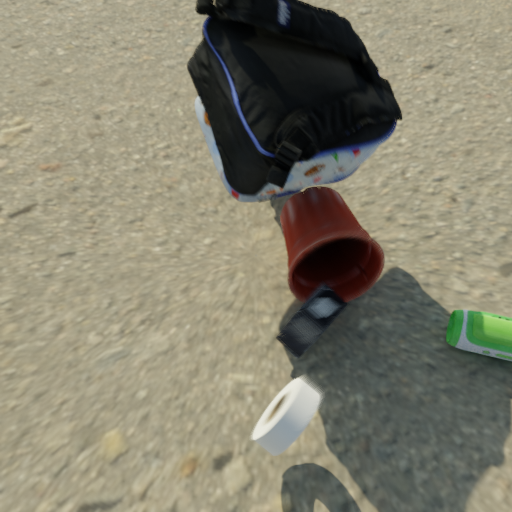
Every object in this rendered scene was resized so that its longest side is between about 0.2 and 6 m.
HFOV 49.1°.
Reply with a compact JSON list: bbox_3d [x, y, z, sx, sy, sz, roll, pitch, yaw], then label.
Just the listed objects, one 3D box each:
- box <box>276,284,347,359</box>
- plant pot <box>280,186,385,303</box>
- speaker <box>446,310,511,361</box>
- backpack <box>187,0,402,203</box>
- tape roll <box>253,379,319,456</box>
[{"bbox_3d":[0.883,1.041,8.920,0.511,0.870,0.856,43,48,9],"label":"box"},{"bbox_3d":[1.184,-0.266,9.787,1.656,1.656,1.611,-8,43,-6],"label":"plant pot"},{"bbox_3d":[3.917,1.314,9.017,1.544,0.683,0.683,13,53,10],"label":"speaker"},{"bbox_3d":[0.644,-2.414,9.231,3.103,2.509,3.257,-13,77,-24],"label":"backpack"},{"bbox_3d":[0.406,2.187,7.632,0.362,1.036,1.036,38,58,-1],"label":"tape roll"}]
